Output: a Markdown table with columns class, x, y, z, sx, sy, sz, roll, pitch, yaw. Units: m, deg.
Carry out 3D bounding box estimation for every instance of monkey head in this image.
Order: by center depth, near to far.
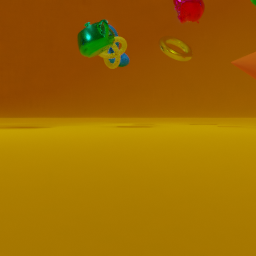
| class | x | y | z | sx | sy | sz | roll | pitch | yaw |
| --- | --- | --- | --- | --- | --- | --- | --- | --- | --- |
| monkey head | 1.789 | -3.591 | 8.234 | 0.797 | 0.952 | 1.323 | -20 | -25 | 3 |

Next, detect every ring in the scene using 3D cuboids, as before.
| class | x | y | z | sx | sy | sz | roll | pitch | yaw |
| --- | --- | --- | --- | --- | --- | --- | --- | --- | --- |
| ring | 1.930 | -3.222 | 11.306 | 1.507 | 1.507 | 0.301 | -1 | -41 | -28 |

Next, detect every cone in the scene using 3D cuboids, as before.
| class | x | y | z | sx | sy | sz | roll | pitch | yaw |
| --- | --- | --- | --- | --- | --- | --- | --- | --- | --- |
| cone | 4.415 | -2.254 | 9.888 | 1.599 | 1.593 | 1.593 | 16 | 12 | 38 |

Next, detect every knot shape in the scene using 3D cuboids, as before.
| class | x | y | z | sx | sy | sz | roll | pitch | yaw |
| --- | --- | --- | --- | --- | --- | --- | --- | --- | --- |
| knot shape | -0.521 | -2.717 | 9.686 | 1.053 | 1.126 | 0.520 | -33 | 13 | 12 |
| knot shape | -0.778 | -3.360 | 11.270 | 0.898 | 1.818 | 1.943 | -31 | 38 | -1 |

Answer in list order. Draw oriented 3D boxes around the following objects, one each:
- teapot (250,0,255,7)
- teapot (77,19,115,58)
| class | x | y | z | sx | sy | sz | roll | pitch | yaw |
| --- | --- | --- | --- | --- | --- | --- | --- | --- | --- |
| teapot | 3.695 | -3.670 | 7.681 | 0.658 | 0.518 | 1.059 | 15 | -20 | 4 |
| teapot | -1.040 | -2.686 | 8.389 | 1.169 | 0.920 | 1.880 | -33 | 8 | -31 |
